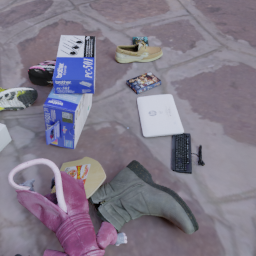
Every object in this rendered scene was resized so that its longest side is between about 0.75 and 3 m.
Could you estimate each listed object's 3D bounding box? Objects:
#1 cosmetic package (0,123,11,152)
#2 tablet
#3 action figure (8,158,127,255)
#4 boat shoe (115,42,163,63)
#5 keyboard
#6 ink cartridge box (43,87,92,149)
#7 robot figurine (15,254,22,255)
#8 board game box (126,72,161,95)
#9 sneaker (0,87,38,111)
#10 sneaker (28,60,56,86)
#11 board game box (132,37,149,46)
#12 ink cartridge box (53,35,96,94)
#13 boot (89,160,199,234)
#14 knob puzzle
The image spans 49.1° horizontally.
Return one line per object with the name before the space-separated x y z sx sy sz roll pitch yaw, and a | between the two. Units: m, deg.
cosmetic package | -5.015 0.217 9.361 1.829 0.776 0.984 18 47 16
tablet | 1.150 -0.522 10.463 1.437 0.151 2.209 -6 43 -1
action figure | -1.144 2.194 6.386 2.008 2.232 2.998 -25 54 -24
boat shoe | 0.536 -3.587 13.133 2.307 0.766 0.854 -11 46 -10
keyboard | 1.988 0.796 9.229 1.067 0.173 1.679 5 46 5
ink cartridge box | -1.975 -0.612 9.344 1.042 1.863 2.731 11 46 -1
robot figurine | -2.483 3.552 5.981 0.940 1.132 1.507 36 43 -17
board game box | 0.677 -1.922 11.874 1.242 0.215 0.842 -25 51 -23
sneaker | -4.768 -1.228 10.681 2.526 0.940 1.069 -15 47 -14
sneaker | -2.685 -2.404 11.731 2.857 1.148 1.233 13 46 11
board game box | 0.648 -4.308 14.274 0.797 0.166 1.178 -1 45 -1
ink cartridge box | -1.666 -2.131 9.098 1.219 0.573 2.593 -1 46 -6
boot | 0.288 2.216 7.442 1.843 0.955 2.821 -35 48 -22
knob puzzle | -1.366 1.565 8.114 1.877 0.260 1.877 -18 39 16
